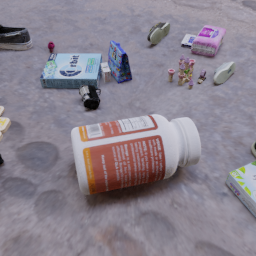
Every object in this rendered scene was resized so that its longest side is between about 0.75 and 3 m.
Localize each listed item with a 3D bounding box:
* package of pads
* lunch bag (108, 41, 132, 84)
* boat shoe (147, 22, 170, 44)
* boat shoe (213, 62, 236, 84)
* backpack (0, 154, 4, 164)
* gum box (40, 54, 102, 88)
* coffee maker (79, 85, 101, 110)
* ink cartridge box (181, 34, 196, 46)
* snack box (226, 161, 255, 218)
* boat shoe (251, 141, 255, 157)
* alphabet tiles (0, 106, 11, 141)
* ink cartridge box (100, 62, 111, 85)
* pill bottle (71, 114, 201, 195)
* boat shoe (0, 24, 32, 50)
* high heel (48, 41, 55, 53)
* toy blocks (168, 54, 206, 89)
[{"bbox_3d":[3.441,-3.725,11.937,1.033,0.649,1.715,20,48,19],"label":"package of pads"},{"bbox_3d":[-0.307,-2.494,10.225,0.627,1.332,1.003,-19,48,-18],"label":"lunch bag"},{"bbox_3d":[1.276,-4.257,12.511,0.557,0.660,1.851,20,42,24],"label":"boat shoe"},{"bbox_3d":[3.512,-2.065,10.492,1.353,0.472,0.482,-39,34,-29],"label":"boat shoe"},{"bbox_3d":[-4.203,0.716,6.547,1.812,1.980,1.455,-2,49,-4],"label":"backpack"},{"bbox_3d":[-2.065,-2.178,10.534,2.037,0.454,1.731,1,45,1],"label":"gum box"},{"bbox_3d":[-1.190,-1.049,9.351,0.772,0.541,0.803,-13,47,-14],"label":"coffee maker"},{"bbox_3d":[2.686,-3.864,12.418,0.467,0.183,0.986,17,45,15],"label":"ink cartridge box"},{"bbox_3d":[3.420,1.627,6.723,1.246,0.464,1.752,-19,48,-18],"label":"snack box"},{"bbox_3d":[4.795,0.266,7.740,2.619,0.868,0.979,-5,53,-5],"label":"boat shoe"},{"bbox_3d":[-4.892,0.025,8.529,2.355,0.172,2.303,6,45,6],"label":"alphabet tiles"},{"bbox_3d":[-0.809,-2.020,10.373,0.269,0.457,0.793,-10,46,-10],"label":"ink cartridge box"},{"bbox_3d":[0.179,0.572,6.946,2.950,1.655,1.655,-9,46,-10],"label":"pill bottle"},{"bbox_3d":[-5.602,-3.998,11.970,2.909,0.986,1.043,8,46,8],"label":"boat shoe"},{"bbox_3d":[-3.302,-3.604,11.985,0.291,0.415,0.863,-11,46,-11],"label":"high heel"},{"bbox_3d":[2.187,-2.159,10.134,1.161,0.977,1.085,26,49,24],"label":"toy blocks"}]
